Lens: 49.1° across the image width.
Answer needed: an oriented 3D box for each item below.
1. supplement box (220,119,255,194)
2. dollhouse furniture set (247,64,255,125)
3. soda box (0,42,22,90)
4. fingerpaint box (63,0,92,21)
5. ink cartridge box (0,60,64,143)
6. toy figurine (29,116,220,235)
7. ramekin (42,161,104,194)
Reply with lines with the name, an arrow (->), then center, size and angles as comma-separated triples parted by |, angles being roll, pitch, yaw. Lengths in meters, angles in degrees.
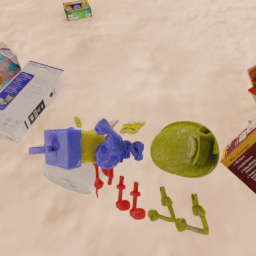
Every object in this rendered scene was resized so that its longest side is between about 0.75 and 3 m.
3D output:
supplement box -> 2.369, 0.453, 4.393 | 1.247, 1.230, 0.828 | 44, 23, 9
dollhouse furniture set -> 3.999, -0.661, 6.696 | 2.523, 1.300, 2.495 | -32, 32, 3
soda box -> -4.619, -1.384, 8.095 | 2.914, 0.926, 0.997 | -34, 58, -23
fingerpaint box -> -2.013, -4.697, 11.126 | 1.002, 0.368, 0.836 | -14, 52, -11
ink cartridge box -> -2.939, -0.840, 7.934 | 1.293, 0.510, 2.600 | 18, 55, 14
toy figurine -> -0.350, 0.406, 2.990 | 1.331, 2.221, 1.172 | 8, 87, -35
ramekin -> -1.157, 0.873, 6.031 | 1.380, 1.380, 0.724 | 14, 63, 11
